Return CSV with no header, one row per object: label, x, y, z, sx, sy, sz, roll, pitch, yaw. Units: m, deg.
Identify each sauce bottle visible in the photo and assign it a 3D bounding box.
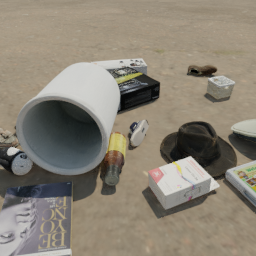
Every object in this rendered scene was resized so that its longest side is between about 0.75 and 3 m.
sauce bottle,-0.383,0.837,7.892,0.617,0.617,1.868,2,35,3

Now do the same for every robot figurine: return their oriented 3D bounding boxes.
robot figurine,-3.136,0.887,7.740,1.052,0.657,0.791,17,48,25

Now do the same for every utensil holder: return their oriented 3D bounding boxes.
utensil holder,-1.498,-0.425,8.238,2.399,2.399,2.823,4,31,7

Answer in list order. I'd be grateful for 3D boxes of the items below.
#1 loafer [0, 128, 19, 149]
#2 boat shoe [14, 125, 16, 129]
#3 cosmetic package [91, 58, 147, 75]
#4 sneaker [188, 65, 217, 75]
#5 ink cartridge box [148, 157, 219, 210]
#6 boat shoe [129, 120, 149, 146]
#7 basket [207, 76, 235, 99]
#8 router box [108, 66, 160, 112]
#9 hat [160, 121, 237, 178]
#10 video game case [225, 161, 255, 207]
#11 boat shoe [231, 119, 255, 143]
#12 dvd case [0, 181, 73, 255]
loafer,-4.235,0.194,8.927,1.671,0.525,0.601,16,36,22
boat shoe,-3.388,-0.014,9.082,1.015,0.369,0.318,10,56,47
cosmetic package,-0.451,-2.815,13.440,2.583,0.654,1.066,-7,33,-10
sneaker,3.610,-2.745,13.627,1.395,0.492,0.527,7,51,18
ink cartridge box,1.430,1.306,7.115,1.614,0.545,0.940,-17,36,-17
boat shoe,0.234,0.186,9.145,0.538,0.434,1.161,-7,32,37
basket,3.858,-1.699,11.714,0.816,0.662,0.823,-13,35,-19
router box,-0.490,-1.589,11.450,2.874,0.751,2.260,-20,38,-28
hat,2.142,0.372,8.289,2.353,0.949,2.353,1,32,0
video game case,4.505,1.587,6.977,2.986,0.329,2.718,-14,36,-19
boat shoe,4.426,0.271,8.440,2.648,0.819,0.992,4,37,46
dvd case,-2.098,2.091,6.337,1.645,0.177,2.212,-4,34,-7
